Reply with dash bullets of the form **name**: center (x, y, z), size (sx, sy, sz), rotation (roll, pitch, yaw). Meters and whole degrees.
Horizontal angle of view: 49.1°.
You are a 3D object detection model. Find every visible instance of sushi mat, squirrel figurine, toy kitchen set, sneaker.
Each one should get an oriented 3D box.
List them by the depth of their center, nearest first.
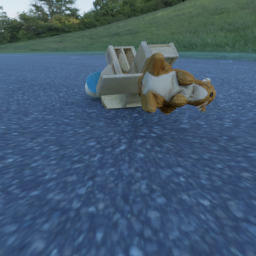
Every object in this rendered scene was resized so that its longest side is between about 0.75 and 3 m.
- **squirrel figurine**: center (1.162, -0.927, 6.806), size (1.702, 1.291, 1.824), rotation (5, 1, -13)
- **toy kitchen set**: center (-0.199, -2.292, 9.189), size (2.181, 2.411, 2.673), rotation (-8, -24, -22)
- **sushi mat**: center (0.168, -1.072, 10.637), size (2.346, 0.142, 1.122), rotation (-6, 34, -18)
- **sneaker**: center (-0.343, -1.919, 11.653), size (2.925, 1.119, 1.182), rotation (-8, -6, -15)
